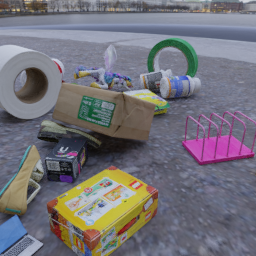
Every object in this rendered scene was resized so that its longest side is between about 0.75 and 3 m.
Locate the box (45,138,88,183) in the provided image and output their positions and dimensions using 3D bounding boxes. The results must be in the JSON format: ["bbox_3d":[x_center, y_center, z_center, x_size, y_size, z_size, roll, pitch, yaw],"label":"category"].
[{"bbox_3d":[-1.768,0.903,8.270,0.830,0.721,1.359,4,26,8],"label":"box"}]

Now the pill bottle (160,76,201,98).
[{"bbox_3d":[2.627,-2.079,14.032,1.866,1.046,1.046,-7,27,-14],"label":"pill bottle"}]

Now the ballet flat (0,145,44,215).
[{"bbox_3d":[-2.699,1.376,7.486,0.799,0.870,2.535,25,26,-12],"label":"ballet flat"}]

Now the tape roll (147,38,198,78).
[{"bbox_3d":[2.339,-3.393,14.879,2.656,2.656,0.638,14,30,26],"label":"tape roll"}]

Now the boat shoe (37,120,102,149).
[{"bbox_3d":[-1.995,0.385,9.326,2.330,0.832,0.766,16,73,21],"label":"boat shoe"}]

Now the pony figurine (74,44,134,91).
[{"bbox_3d":[-1.322,-2.756,14.703,2.782,2.317,2.686,-12,59,-27],"label":"pony figurine"}]

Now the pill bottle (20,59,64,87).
[{"bbox_3d":[-4.419,-2.833,14.992,1.567,1.567,2.792,3,26,6],"label":"pill bottle"}]

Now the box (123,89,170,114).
[{"bbox_3d":[0.797,-1.131,12.673,1.368,0.564,2.332,-9,25,-20],"label":"box"}]

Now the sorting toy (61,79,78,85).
[{"bbox_3d":[-3.068,-1.861,13.852,1.415,0.850,0.581,18,26,-6],"label":"sorting toy"}]

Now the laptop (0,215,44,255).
[{"bbox_3d":[-2.296,2.302,5.700,0.797,0.462,0.746,16,31,30],"label":"laptop"}]

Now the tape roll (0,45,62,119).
[{"bbox_3d":[-4.490,-1.959,11.781,2.803,2.803,1.925,-23,34,-38],"label":"tape roll"}]

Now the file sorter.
[{"bbox_3d":[2.973,0.216,9.131,1.928,1.209,1.340,-6,26,-13],"label":"file sorter"}]

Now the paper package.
[{"bbox_3d":[-0.744,-0.544,9.495,2.603,1.347,2.481,16,4,32],"label":"paper package"}]

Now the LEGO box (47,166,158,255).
[{"bbox_3d":[-0.526,1.827,6.295,1.505,0.780,2.020,22,34,38],"label":"LEGO box"}]

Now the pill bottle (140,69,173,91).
[{"bbox_3d":[1.500,-2.512,14.704,1.640,0.954,0.954,-12,25,6],"label":"pill bottle"}]
